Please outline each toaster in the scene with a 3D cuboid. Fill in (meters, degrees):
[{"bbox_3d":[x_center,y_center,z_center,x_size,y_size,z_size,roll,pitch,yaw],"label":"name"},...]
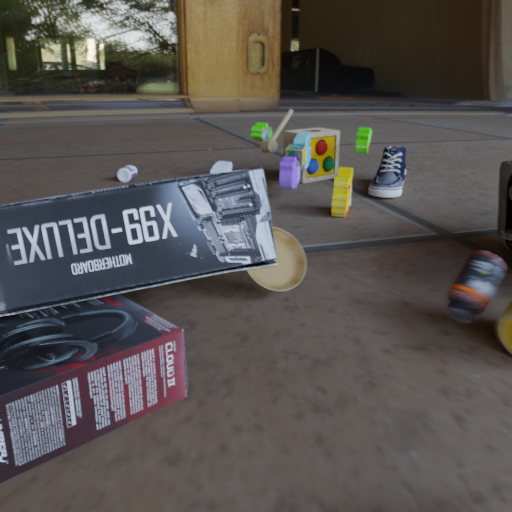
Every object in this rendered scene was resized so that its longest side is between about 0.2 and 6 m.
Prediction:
[{"bbox_3d":[5.365,-0.522,8.357,2.864,1.699,2.590,-1,20,-2],"label":"toaster"}]

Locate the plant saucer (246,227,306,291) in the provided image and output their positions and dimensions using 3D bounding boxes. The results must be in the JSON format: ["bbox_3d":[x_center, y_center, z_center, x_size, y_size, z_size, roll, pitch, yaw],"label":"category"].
[{"bbox_3d":[0.225,0.060,7.662,0.950,0.950,0.168,-10,-18,-27],"label":"plant saucer"}]

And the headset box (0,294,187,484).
[{"bbox_3d":[-1.786,1.028,5.323,2.093,0.808,1.558,-17,26,-39],"label":"headset box"}]

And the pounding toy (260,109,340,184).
[{"bbox_3d":[1.201,-2.896,14.780,2.101,1.846,0.961,-14,24,-35],"label":"pounding toy"}]

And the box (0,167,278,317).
[{"bbox_3d":[-1.868,-0.332,7.107,3.250,1.025,4.121,-11,9,-13],"label":"box"}]

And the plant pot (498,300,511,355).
[{"bbox_3d":[3.260,0.654,6.137,1.044,1.110,1.110,-29,32,-29],"label":"plant pot"}]

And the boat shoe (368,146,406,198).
[{"bbox_3d":[3.273,-2.129,13.851,0.837,1.039,2.241,6,20,16],"label":"boat shoe"}]

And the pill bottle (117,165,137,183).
[{"bbox_3d":[-3.463,-2.235,15.135,0.381,0.381,0.684,3,19,8],"label":"pill bottle"}]

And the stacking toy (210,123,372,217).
[{"bbox_3d":[0.985,-2.201,13.349,3.039,0.947,4.031,7,32,16],"label":"stacking toy"}]

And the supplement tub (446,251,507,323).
[{"bbox_3d":[2.627,0.384,6.761,0.461,0.461,0.863,20,65,44],"label":"supplement tub"}]
